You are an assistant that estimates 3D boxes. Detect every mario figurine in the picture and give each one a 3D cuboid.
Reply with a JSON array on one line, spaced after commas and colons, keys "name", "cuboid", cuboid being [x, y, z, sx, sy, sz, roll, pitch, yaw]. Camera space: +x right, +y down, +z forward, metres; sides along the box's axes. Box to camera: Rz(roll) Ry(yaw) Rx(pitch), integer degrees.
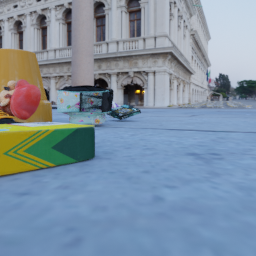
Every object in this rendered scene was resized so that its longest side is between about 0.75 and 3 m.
[{"name": "mario figurine", "cuboid": [-3.466, -0.750, 7.549, 2.404, 1.274, 1.484, -16, 26, 13]}]

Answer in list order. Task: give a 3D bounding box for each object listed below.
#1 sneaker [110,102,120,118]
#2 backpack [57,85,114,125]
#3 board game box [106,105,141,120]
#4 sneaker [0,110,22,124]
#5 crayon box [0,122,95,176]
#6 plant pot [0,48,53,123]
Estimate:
[{"name": "sneaker", "cuboid": [-0.538, -1.007, 16.229, 0.977, 0.889, 2.210, 7, 3, -6]}, {"name": "backpack", "cuboid": [-1.520, -0.800, 9.682, 1.849, 1.417, 1.625, 9, 9, 1]}, {"name": "board game box", "cuboid": [-0.233, -0.724, 12.619, 1.045, 0.217, 1.544, -19, 20, -22]}, {"name": "sneaker", "cuboid": [-2.496, -0.077, 4.957, 2.074, 0.801, 0.812, 4, 4, 29]}, {"name": "crayon box", "cuboid": [-1.462, 0.208, 3.378, 1.172, 0.469, 1.846, 4, 6, 42]}, {"name": "plant pot", "cuboid": [-4.475, -1.537, 10.822, 2.966, 2.715, 2.966, 0, 4, 0]}]
